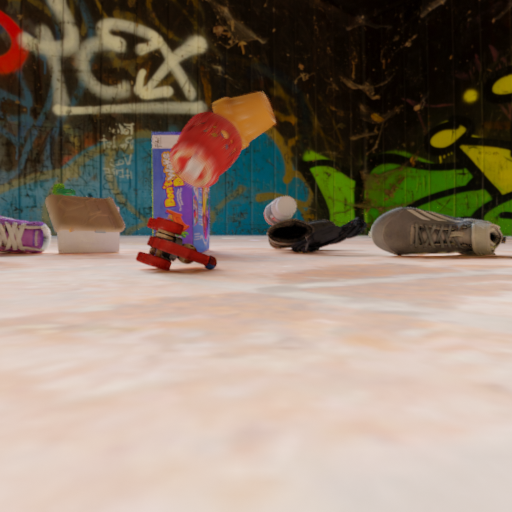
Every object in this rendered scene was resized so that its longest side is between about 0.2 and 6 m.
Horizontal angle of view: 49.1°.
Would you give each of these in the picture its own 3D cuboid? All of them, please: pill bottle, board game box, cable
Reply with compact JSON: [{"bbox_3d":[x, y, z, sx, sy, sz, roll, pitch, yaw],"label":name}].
[{"bbox_3d":[0.618,-1.151,14.257,0.615,0.615,1.062,-1,-7,-15],"label":"pill bottle"},{"bbox_3d":[-1.652,-1.310,12.983,0.832,2.499,3.717,0,2,0],"label":"board game box"},{"bbox_3d":[1.738,-0.409,13.027,1.809,0.460,1.476,-22,-6,-13],"label":"cable"}]

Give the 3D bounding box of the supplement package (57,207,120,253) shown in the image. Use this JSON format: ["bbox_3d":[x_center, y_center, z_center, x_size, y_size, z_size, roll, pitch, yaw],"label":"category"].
[{"bbox_3d":[-3.928,-0.605,13.111,1.377,1.073,0.764,-1,2,-19],"label":"supplement package"}]

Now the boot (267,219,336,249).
[{"bbox_3d":[1.242,-0.636,14.500,2.107,0.841,2.317,-14,-8,-4],"label":"boot"}]

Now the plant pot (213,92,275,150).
[{"bbox_3d":[-0.189,-2.762,11.158,0.981,1.072,1.072,-22,-3,14],"label":"plant pot"}]

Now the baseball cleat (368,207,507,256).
[{"bbox_3d":[3.881,-0.503,11.587,2.966,1.034,1.579,-2,3,-26],"label":"baseball cleat"}]

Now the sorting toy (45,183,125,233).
[{"bbox_3d":[-3.818,-1.044,12.252,1.436,0.286,1.943,-3,37,-30],"label":"sorting toy"}]

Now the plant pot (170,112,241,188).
[{"bbox_3d":[-0.910,-1.782,9.582,1.042,1.042,0.949,2,43,35],"label":"plant pot"}]

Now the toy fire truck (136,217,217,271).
[{"bbox_3d":[-1.049,-0.075,7.703,0.977,0.653,1.164,19,-4,-22],"label":"toy fire truck"}]

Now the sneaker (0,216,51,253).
[{"bbox_3d":[-5.640,-0.519,12.249,1.656,1.053,2.904,4,4,14],"label":"sneaker"}]
